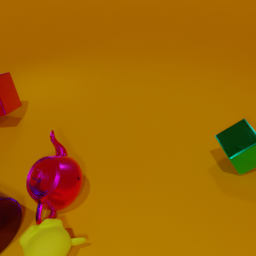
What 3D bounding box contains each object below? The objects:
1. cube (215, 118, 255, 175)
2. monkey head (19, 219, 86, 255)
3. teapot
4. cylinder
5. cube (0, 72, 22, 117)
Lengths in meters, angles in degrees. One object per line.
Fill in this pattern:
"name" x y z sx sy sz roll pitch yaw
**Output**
"cube" 2.749 0.456 6.728 0.829 0.829 0.829 -33 39 15
"monkey head" -1.374 2.029 4.747 1.213 0.873 0.731 -19 58 -31
"teapot" -1.573 1.019 5.810 1.192 0.938 1.916 -7 63 27
"cylinder" -2.766 1.599 5.044 1.180 1.180 1.180 18 37 26
"cube" -4.146 -0.948 8.497 1.140 1.140 1.140 -12 18 8
